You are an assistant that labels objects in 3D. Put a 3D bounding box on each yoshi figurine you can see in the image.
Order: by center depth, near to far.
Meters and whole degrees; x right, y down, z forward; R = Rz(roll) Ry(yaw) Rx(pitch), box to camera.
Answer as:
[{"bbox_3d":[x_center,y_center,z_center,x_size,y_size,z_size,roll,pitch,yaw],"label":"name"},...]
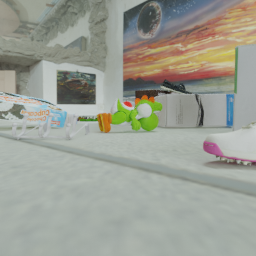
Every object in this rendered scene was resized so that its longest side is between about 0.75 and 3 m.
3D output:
[{"bbox_3d":[0.114,-0.167,6.676,1.580,0.888,0.885,-15,-34,-14],"label":"yoshi figurine"}]

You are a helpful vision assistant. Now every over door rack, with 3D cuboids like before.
[{"bbox_3d":[-1.360,-0.054,5.200,1.014,0.457,1.372,1,3,6],"label":"over door rack"}]

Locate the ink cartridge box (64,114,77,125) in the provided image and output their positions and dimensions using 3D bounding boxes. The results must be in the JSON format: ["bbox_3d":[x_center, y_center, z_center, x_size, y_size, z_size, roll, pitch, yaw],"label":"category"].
[{"bbox_3d":[-2.590,-0.341,10.661,0.713,0.420,1.239,3,4,26],"label":"ink cartridge box"}]

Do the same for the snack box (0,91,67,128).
[{"bbox_3d":[-3.406,-0.636,7.878,2.924,0.542,1.699,8,12,-41],"label":"snack box"}]

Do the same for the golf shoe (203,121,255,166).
[{"bbox_3d":[1.343,0.011,2.494,1.365,0.625,0.514,-2,4,-3],"label":"golf shoe"}]

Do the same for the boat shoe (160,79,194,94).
[{"bbox_3d":[1.913,-1.519,10.559,1.345,0.446,0.503,22,7,25],"label":"boat shoe"}]

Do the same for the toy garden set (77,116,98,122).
[{"bbox_3d":[-1.972,-0.522,15.258,1.457,0.291,1.215,-3,4,-40],"label":"toy garden set"}]

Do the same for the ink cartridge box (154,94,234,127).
[{"bbox_3d":[2.196,-0.566,9.172,2.445,1.030,1.768,-1,3,-7],"label":"ink cartridge box"}]

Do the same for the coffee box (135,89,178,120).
[{"bbox_3d":[1.279,-0.828,11.345,0.934,1.322,2.340,1,3,33],"label":"coffee box"}]

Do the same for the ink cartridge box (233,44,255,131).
[{"bbox_3d":[2.985,-0.741,6.033,1.031,1.712,2.356,2,4,29],"label":"ink cartridge box"}]
